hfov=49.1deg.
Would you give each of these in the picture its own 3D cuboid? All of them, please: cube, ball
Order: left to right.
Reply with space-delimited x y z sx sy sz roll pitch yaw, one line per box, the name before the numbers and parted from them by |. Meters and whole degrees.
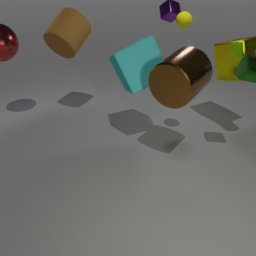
ball | -4.881 -3.228 10.607 1.400 1.400 1.400 0 28 0
cube | 0.345 -2.130 9.524 1.400 1.400 1.400 -29 15 -4
cube | 1.990 -5.529 13.231 0.700 0.700 0.700 2 -13 -37
ball | 2.496 -4.814 12.483 0.700 0.700 0.700 0 28 0
cube | 4.224 -2.558 10.336 1.400 1.400 1.400 -19 18 -24

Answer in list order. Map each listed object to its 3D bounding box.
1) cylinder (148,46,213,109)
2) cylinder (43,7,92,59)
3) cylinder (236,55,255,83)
cylinder | 1.534 -1.484 8.180 1.400 1.400 1.400 20 43 32
cylinder | -2.373 -3.731 11.064 1.400 1.400 1.400 16 66 28
cylinder | 3.612 -1.663 8.045 0.700 0.700 0.700 12 28 -5
